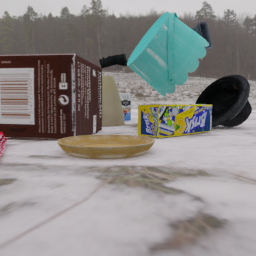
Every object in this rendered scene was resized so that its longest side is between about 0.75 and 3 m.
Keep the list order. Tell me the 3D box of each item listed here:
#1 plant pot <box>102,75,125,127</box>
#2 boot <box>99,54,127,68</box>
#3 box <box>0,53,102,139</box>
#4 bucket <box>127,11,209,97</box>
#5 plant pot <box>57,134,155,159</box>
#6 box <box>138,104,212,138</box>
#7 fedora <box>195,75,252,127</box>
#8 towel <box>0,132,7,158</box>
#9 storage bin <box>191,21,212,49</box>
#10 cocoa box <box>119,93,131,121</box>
[{"bbox_3d":[-1.133,-1.198,12.394,2.014,2.151,2.014,0,4,0],"label":"plant pot"},{"bbox_3d":[-0.708,-3.153,13.297,1.275,0.576,1.556,-13,22,-2],"label":"boot"},{"bbox_3d":[-2.132,-0.886,8.317,2.182,2.204,2.657,1,5,10],"label":"box"},{"bbox_3d":[1.456,-2.895,10.914,1.916,2.945,2.945,35,-5,-16],"label":"bucket"},{"bbox_3d":[-0.410,0.341,5.436,1.868,0.257,1.868,-1,5,0],"label":"plant pot"},{"bbox_3d":[1.511,-0.269,8.547,2.649,0.928,0.852,-4,6,-42],"label":"box"},{"bbox_3d":[3.895,-0.819,11.139,1.247,2.730,2.730,35,-9,-21],"label":"fedora"},{"bbox_3d":[-3.219,0.361,5.009,1.875,0.292,2.593,-3,6,-21],"label":"towel"},{"bbox_3d":[3.147,-3.983,12.414,0.798,1.188,0.864,-9,7,45],"label":"storage bin"},{"bbox_3d":[-0.851,-1.202,16.029,1.557,1.532,2.335,-1,5,-15],"label":"cocoa box"}]
